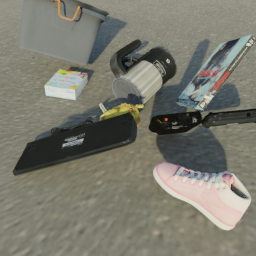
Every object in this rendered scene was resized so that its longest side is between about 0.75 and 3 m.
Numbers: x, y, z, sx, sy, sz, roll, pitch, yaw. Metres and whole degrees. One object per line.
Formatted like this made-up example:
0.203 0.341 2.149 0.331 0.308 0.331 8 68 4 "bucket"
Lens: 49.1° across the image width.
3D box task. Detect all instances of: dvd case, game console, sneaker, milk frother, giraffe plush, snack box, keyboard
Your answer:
2.126 -1.364 7.028 0.226 2.051 1.497 36 2 -13 "dvd case"
1.823 -0.160 6.357 2.677 0.323 1.579 -5 -7 0 "game console"
1.327 0.956 4.950 1.722 0.900 0.648 35 36 15 "sneaker"
0.174 -1.475 8.440 1.681 1.862 1.752 44 60 3 "milk frother"
-0.054 -0.256 6.538 0.875 1.080 0.932 -12 45 43 "giraffe plush"
-1.913 -1.391 8.841 0.989 0.397 1.172 9 39 8 "snack box"
-1.039 0.377 6.060 2.755 0.546 1.434 -15 34 15 "keyboard"

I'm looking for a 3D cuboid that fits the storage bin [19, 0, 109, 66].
-2.285 -3.308 9.395 2.880 1.934 2.096 10 12 -25 "storage bin"
